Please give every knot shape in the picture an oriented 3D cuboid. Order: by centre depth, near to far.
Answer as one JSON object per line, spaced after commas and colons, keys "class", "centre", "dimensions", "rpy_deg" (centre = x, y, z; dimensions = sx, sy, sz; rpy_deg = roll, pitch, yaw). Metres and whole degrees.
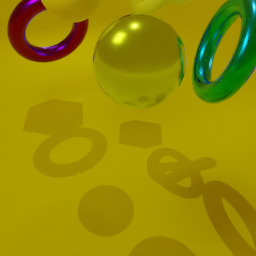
{"class": "knot shape", "centre": [0.778, -3.173, 5.906], "dimensions": [1.698, 0.838, 1.814], "rpy_deg": [-15, 65, -14]}

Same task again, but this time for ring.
{"class": "ring", "centre": [1.694, -1.364, 4.908], "dimensions": [0.386, 1.929, 1.929], "rpy_deg": [14, 35, -12]}
{"class": "ring", "centre": [-1.846, -2.349, 6.662], "dimensions": [1.966, 1.966, 0.393], "rpy_deg": [-20, 65, -25]}

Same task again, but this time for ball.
{"class": "ball", "centre": [0.160, -0.929, 4.015], "dimensions": [1.328, 1.328, 1.328], "rpy_deg": [0, 36, 0]}
{"class": "ball", "centre": [-1.015, -2.483, 4.981], "dimensions": [1.132, 1.132, 1.132], "rpy_deg": [0, 36, 0]}
